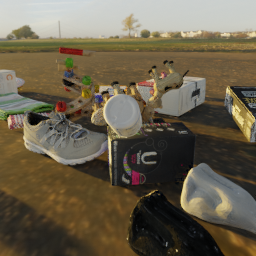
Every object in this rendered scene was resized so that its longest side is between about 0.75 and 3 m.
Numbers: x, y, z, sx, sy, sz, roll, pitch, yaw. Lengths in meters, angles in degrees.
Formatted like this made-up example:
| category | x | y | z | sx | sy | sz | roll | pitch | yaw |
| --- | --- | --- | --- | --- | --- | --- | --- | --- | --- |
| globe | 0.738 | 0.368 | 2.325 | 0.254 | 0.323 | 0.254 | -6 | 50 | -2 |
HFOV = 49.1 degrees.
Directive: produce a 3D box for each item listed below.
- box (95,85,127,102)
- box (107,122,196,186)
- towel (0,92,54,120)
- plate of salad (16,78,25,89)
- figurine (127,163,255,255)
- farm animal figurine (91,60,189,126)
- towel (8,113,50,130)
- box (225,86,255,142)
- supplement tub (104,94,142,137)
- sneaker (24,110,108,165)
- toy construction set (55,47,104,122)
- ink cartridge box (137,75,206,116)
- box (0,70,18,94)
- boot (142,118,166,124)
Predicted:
| category | x | y | z | sx | sy | sz | roll | pitch | yaw |
| --- | --- | --- | --- | --- | --- | --- | --- | --- | --- |
| box | -0.841 | -1.384 | 11.836 | 1.364 | 0.475 | 2.291 | 2 | 21 | 7 |
| box | 0.409 | 0.474 | 5.417 | 1.570 | 0.960 | 0.833 | -3 | 19 | -8 |
| towel | -4.382 | -0.915 | 10.468 | 2.709 | 0.416 | 2.021 | 15 | 24 | 37 |
| plate of salad | -6.229 | -2.096 | 13.857 | 2.159 | 0.519 | 2.159 | 0 | 28 | 0 |
| figurine | 1.273 | 1.331 | 3.419 | 1.840 | 0.812 | 1.886 | 26 | 30 | 38 |
| farm animal figurine | 0.298 | -0.628 | 6.915 | 2.052 | 1.082 | 2.075 | -14 | -17 | -30 |
| towel | -3.011 | -0.238 | 8.824 | 1.418 | 0.212 | 1.038 | -5 | 19 | -23 |
| box | 4.593 | -0.465 | 8.037 | 2.969 | 0.739 | 2.341 | 1 | 29 | 2 |
| supplement tub | -0.061 | -0.173 | 4.454 | 0.544 | 0.544 | 0.825 | 2 | -10 | 5 |
| sneaker | -1.513 | 0.134 | 6.221 | 2.416 | 0.991 | 0.903 | 6 | 30 | 27 |
| toy construction set | -1.214 | -1.174 | 8.604 | 1.816 | 2.363 | 1.971 | 4 | 26 | -5 |
| ink cartridge box | 1.700 | -1.325 | 10.709 | 1.766 | 1.025 | 2.447 | 12 | 22 | 32 |
| box | -5.700 | -1.706 | 11.586 | 0.932 | 1.189 | 1.911 | 14 | 23 | 36 |
| boot | 0.657 | 0.041 | 7.503 | 1.105 | 0.440 | 1.341 | 6 | 21 | -17 |
